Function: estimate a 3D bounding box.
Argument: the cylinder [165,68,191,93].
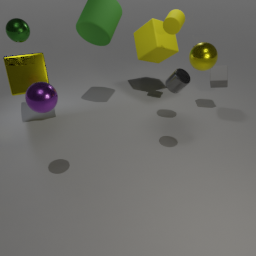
[{"bbox_3d":[1.900,-1.791,10.686,0.700,0.700,0.700,14,58,-23],"label":"cylinder"}]

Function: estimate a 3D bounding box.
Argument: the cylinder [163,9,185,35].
[{"bbox_3d":[1.776,-4.078,10.780,0.700,0.700,0.700,13,50,21],"label":"cylinder"}]

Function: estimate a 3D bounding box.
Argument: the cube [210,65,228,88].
[{"bbox_3d":[3.848,-2.165,11.840,0.700,0.700,0.700,1,74,19],"label":"cube"}]

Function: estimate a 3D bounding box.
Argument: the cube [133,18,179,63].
[{"bbox_3d":[1.300,-4.017,13.115,1.400,1.400,1.400,-1,-12,-39],"label":"cube"}]

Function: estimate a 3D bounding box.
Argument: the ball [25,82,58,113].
[{"bbox_3d":[-1.924,-0.681,6.256,0.700,0.700,0.700,0,30,0],"label":"ball"}]

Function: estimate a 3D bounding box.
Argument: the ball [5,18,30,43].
[{"bbox_3d":[-3.335,-2.956,8.495,0.700,0.700,0.700,0,30,0],"label":"ball"}]

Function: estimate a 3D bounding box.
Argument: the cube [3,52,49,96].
[{"bbox_3d":[-3.887,-2.101,10.873,1.400,1.400,1.400,-12,15,-16],"label":"cube"}]

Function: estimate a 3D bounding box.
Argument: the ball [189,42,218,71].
[{"bbox_3d":[1.887,-1.786,7.017,0.700,0.700,0.700,0,30,0],"label":"ball"}]

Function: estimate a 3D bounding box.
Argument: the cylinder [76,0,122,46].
[{"bbox_3d":[-1.092,-4.126,10.704,1.400,1.400,1.400,14,72,22],"label":"cylinder"}]
